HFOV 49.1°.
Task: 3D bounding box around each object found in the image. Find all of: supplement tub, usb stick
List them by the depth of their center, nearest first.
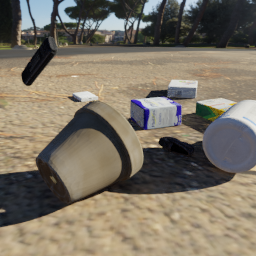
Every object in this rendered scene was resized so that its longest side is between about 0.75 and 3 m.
[{"bbox_3d":[-2.271,-1.635,7.074,0.288,0.490,1.766,-4,-19,-42],"label":"usb stick"},{"bbox_3d":[2.918,0.141,7.235,1.401,1.401,2.123,13,24,32],"label":"supplement tub"}]

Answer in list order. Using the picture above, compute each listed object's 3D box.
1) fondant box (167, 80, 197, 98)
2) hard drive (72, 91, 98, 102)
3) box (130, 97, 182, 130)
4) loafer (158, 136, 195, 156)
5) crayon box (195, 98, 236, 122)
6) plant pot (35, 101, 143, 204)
[{"bbox_3d":[2.840,-2.042,14.462,1.394,0.563,1.933,5,21,13],"label":"fondant box"},{"bbox_3d":[-2.101,-1.544,13.665,0.849,0.172,1.287,-11,22,-27],"label":"hard drive"},{"bbox_3d":[0.974,-0.573,10.115,1.457,0.765,1.340,-8,21,-18],"label":"box"},{"bbox_3d":[1.297,0.507,7.754,1.079,0.388,0.340,15,29,29],"label":"loafer"},{"bbox_3d":[3.725,-0.562,10.397,1.350,0.554,2.148,-10,22,-25],"label":"crayon box"},{"bbox_3d":[-0.909,0.612,5.780,1.625,1.873,1.873,-35,37,-31],"label":"plant pot"}]
